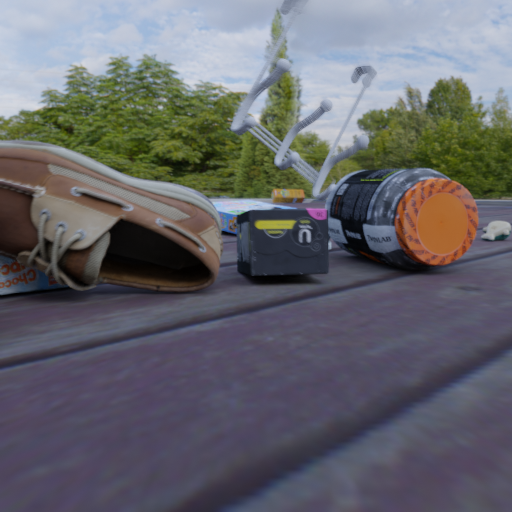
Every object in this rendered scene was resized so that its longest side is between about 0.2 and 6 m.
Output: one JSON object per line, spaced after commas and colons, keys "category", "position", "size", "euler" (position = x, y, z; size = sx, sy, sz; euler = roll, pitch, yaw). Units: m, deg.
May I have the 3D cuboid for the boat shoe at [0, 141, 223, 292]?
{"category": "boat shoe", "position": [-1.747, -0.287, 5.544], "size": [3.128, 1.184, 1.123], "euler": [7, 38, -21]}

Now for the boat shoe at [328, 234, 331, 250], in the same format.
{"category": "boat shoe", "position": [0.600, -0.355, 9.528], "size": [0.761, 0.607, 2.014], "euler": [4, 8, 34]}

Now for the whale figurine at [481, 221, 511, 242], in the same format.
{"category": "whale figurine", "position": [4.986, -0.443, 11.660], "size": [0.719, 0.373, 0.572], "euler": [-33, 31, -31]}

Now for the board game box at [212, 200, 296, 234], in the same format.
{"category": "board game box", "position": [-0.100, -0.929, 13.544], "size": [2.095, 0.507, 2.770], "euler": [-8, 15, -40]}

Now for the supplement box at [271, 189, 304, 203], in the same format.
{"category": "supplement box", "position": [0.805, -1.518, 14.246], "size": [0.802, 0.267, 0.276], "euler": [-2, -28, -12]}

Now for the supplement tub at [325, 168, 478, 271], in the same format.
{"category": "supplement tub", "position": [2.015, -0.557, 8.081], "size": [1.397, 1.397, 2.280], "euler": [-2, 8, -15]}

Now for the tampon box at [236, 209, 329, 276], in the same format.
{"category": "tampon box", "position": [0.282, -0.177, 6.937], "size": [0.925, 0.779, 1.235], "euler": [-2, 2, -10]}

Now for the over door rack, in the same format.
{"category": "over door rack", "position": [1.138, -3.082, 10.570], "size": [2.443, 3.307, 1.101], "euler": [34, -23, -32]}

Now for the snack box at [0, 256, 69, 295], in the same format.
{"category": "snack box", "position": [-3.427, 0.141, 5.976], "size": [2.720, 0.505, 1.580], "euler": [-6, 10, -40]}
